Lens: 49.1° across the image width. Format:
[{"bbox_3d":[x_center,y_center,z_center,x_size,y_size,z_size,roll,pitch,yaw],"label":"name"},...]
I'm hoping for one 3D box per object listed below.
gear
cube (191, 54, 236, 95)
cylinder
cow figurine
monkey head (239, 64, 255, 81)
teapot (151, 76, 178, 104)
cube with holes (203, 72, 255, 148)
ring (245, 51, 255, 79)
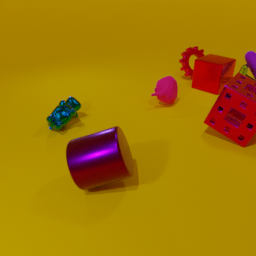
[{"bbox_3d":[2.825,-2.774,11.937,1.344,1.344,0.249,-13,6,-21],"label":"gear"},{"bbox_3d":[3.331,-2.122,10.930,1.161,1.161,1.161,25,38,37],"label":"cube"},{"bbox_3d":[-0.552,0.622,5.791,1.090,1.090,1.090,-17,28,9],"label":"cylinder"},{"bbox_3d":[-1.920,-0.417,8.380,1.263,0.693,1.243,-51,8,-16],"label":"cow figurine"},{"bbox_3d":[4.218,-1.540,9.798,1.015,1.212,1.685,25,31,19],"label":"monkey head"},{"bbox_3d":[1.258,-1.296,9.620,0.745,0.945,1.521,2,21,26],"label":"teapot"},{"bbox_3d":[3.084,-0.525,7.629,1.254,1.254,1.254,34,41,17],"label":"cube with holes"},{"bbox_3d":[4.845,-1.978,10.250,0.373,1.865,1.865,-30,21,22],"label":"ring"}]
